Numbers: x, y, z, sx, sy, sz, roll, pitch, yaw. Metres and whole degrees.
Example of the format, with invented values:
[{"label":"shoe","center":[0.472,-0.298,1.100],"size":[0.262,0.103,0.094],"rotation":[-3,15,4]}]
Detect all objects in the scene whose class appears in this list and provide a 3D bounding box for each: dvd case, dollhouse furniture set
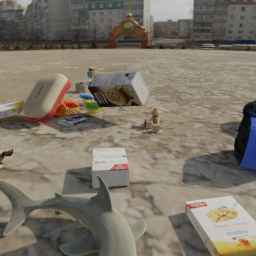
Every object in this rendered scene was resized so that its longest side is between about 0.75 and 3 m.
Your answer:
[{"label":"dvd case","center":[-2.218,-0.293,11.298],"size":[0.741,0.112,1.015],"rotation":[15,26,36]},{"label":"dollhouse furniture set","center":[-2.475,-2.858,16.521],"size":[0.952,1.359,0.958],"rotation":[18,27,41]}]

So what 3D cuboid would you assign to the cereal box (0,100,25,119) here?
[{"label":"cereal box","center":[-5.253,-0.684,11.585],"size":[1.757,0.347,1.264],"rotation":[-13,21,-3]}]

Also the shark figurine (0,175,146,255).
[{"label":"shark figurine","center":[-0.846,1.399,5.060],"size":[3.061,1.277,1.829],"rotation":[15,23,31]}]

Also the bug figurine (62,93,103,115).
[{"label":"bug figurine","center":[-1.896,-1.212,12.944],"size":[1.794,0.595,2.313],"rotation":[9,22,15]}]

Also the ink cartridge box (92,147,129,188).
[{"label":"ink cartridge box","center":[-0.471,0.990,7.171],"size":[0.899,0.508,1.225],"rotation":[-2,20,-5]}]

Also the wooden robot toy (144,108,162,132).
[{"label":"wooden robot toy","center":[0.970,-0.403,10.740],"size":[0.677,0.698,1.538],"rotation":[3,20,7]}]

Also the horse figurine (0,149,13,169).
[{"label":"horse figurine","center":[-3.910,0.857,7.593],"size":[1.739,0.434,1.152],"rotation":[-11,16,-9]}]

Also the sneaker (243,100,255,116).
[{"label":"sneaker","center":[4.933,-0.243,9.967],"size":[1.427,1.182,2.992],"rotation":[-17,22,-12]}]

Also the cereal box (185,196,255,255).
[{"label":"cereal box","center":[1.815,1.820,5.195],"size":[1.065,0.293,1.480],"rotation":[-4,20,-11]}]

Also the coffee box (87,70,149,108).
[{"label":"coffee box","center":[-0.394,-1.552,11.423],"size":[2.145,1.213,0.856],"rotation":[0,50,33]}]

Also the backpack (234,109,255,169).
[{"label":"backpack","center":[3.703,0.353,7.648],"size":[1.445,1.400,1.723],"rotation":[11,22,20]}]

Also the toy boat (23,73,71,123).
[{"label":"toy boat","center":[-3.140,-1.101,11.680],"size":[1.522,1.525,2.333],"rotation":[6,61,32]}]
